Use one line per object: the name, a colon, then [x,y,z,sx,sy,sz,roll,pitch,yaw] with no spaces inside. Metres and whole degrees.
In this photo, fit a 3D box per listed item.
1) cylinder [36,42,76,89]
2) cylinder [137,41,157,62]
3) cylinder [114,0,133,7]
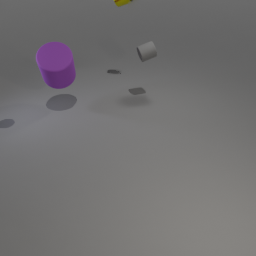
cylinder: [-2.906,-2.535,11.465,1.400,1.400,1.400,2,69,-4]
cylinder: [0.825,-3.346,12.275,0.700,0.700,0.700,-22,35,-1]
cylinder: [-0.223,-5.956,12.705,0.700,0.700,0.700,-7,27,28]
